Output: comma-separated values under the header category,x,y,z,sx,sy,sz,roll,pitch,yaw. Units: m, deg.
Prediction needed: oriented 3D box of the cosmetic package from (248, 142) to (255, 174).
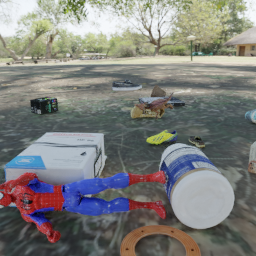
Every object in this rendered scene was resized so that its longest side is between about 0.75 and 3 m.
category,x,y,z,sx,sy,sz,roll,pitch,yaw
cosmetic package,3.722,0.785,6.415,1.617,0.706,0.836,13,20,39

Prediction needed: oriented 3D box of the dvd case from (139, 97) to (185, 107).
category,x,y,z,sx,sy,sz,roll,pitch,yaw
dvd case,1.715,-1.358,14.576,2.033,0.251,1.528,-4,17,-11

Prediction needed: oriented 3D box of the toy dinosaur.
category,x,y,z,sx,sy,sz,roll,pitch,yaw
toy dinosaur,0.995,-0.818,9.980,1.400,0.601,0.949,-29,-27,34

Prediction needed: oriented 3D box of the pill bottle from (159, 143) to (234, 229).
category,x,y,z,sx,sy,sz,roll,pitch,yaw
pill bottle,1.154,0.940,5.298,1.020,1.020,1.838,-1,16,-3

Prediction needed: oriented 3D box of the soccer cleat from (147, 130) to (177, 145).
category,x,y,z,sx,sy,sz,roll,pitch,yaw
soccer cleat,1.050,0.267,8.676,1.029,0.430,0.333,-5,17,-18

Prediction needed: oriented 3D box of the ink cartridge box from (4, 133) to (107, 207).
category,x,y,z,sx,sy,sz,roll,pitch,yaw
ink cartridge box,-1.389,0.729,6.294,1.504,0.879,2.593,1,16,5

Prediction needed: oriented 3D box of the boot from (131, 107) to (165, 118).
category,x,y,z,sx,sy,sz,roll,pitch,yaw
boot,0.831,-0.644,11.758,1.039,0.487,1.337,11,16,34

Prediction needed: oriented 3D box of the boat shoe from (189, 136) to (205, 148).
category,x,y,z,sx,sy,sz,roll,pitch,yaw
boat shoe,2.130,0.370,8.627,0.294,0.260,0.803,-5,17,-16

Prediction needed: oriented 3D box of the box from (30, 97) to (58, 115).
category,x,y,z,sx,sy,sz,roll,pitch,yaw
box,-3.819,-1.038,12.821,0.742,0.621,0.999,11,20,33

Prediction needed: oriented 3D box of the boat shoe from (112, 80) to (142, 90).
category,x,y,z,sx,sy,sz,roll,pitch,yaw
boat shoe,-0.056,-3.000,19.368,2.104,0.713,0.755,-3,17,-11

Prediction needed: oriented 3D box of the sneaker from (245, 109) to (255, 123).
category,x,y,z,sx,sy,sz,roll,pitch,yaw
sneaker,5.515,-0.619,11.286,1.819,0.706,0.785,-8,15,-26

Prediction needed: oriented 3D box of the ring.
category,x,y,z,sx,sy,sz,roll,pitch,yaw
ring,0.463,1.790,4.052,1.147,0.110,1.147,-1,16,0

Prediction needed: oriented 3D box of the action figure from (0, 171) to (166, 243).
category,x,y,z,sx,sy,sz,roll,pitch,yaw
action figure,-0.831,1.179,4.415,2.960,0.966,1.465,-1,2,-2

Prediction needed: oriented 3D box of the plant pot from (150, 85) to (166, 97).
category,x,y,z,sx,sy,sz,roll,pitch,yaw
plant pot,1.737,-1.925,15.746,0.732,0.839,0.839,21,21,10
